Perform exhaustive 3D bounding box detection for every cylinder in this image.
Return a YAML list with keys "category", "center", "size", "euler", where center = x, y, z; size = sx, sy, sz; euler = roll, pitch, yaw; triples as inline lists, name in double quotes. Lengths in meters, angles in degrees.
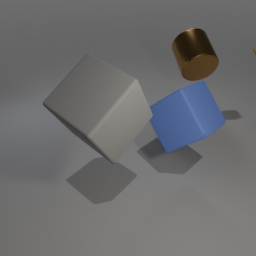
- category: "cylinder"
  center: [2.498, -2.737, 10.515]
  size: [1.400, 1.400, 1.400]
  euler: [-6, 59, -10]

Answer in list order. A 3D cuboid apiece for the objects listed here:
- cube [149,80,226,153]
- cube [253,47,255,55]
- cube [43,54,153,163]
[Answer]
- category: "cube"
  center: [1.629, -0.332, 7.974]
  size: [1.400, 1.400, 1.400]
  euler: [-29, -3, 44]
- category: "cube"
  center: [4.822, -2.487, 9.521]
  size: [0.700, 0.700, 0.700]
  euler: [-32, 48, 23]
- category: "cube"
  center: [-0.558, -0.377, 5.800]
  size: [1.400, 1.400, 1.400]
  euler: [33, 78, 29]
